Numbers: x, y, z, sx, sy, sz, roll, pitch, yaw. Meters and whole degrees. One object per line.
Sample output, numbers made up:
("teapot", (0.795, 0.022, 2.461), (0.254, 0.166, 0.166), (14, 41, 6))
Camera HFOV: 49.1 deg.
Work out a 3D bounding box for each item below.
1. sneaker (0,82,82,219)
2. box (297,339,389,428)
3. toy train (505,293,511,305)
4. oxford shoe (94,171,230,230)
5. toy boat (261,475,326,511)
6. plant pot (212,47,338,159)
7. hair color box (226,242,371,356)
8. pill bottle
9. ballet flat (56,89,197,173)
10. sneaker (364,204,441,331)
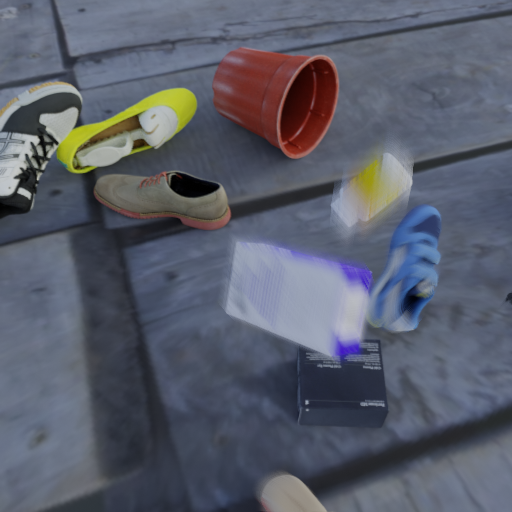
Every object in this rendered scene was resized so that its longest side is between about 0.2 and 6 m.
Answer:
("sneaker", (-3.926, -1.417, 9.276), (3.221, 1.218, 1.412), (-44, 70, -1))
("box", (1.110, 1.676, 7.436), (1.123, 0.585, 1.023), (2, 51, 2))
("toy train", (3.669, 0.426, 7.260), (1.765, 0.404, 0.301), (-10, 58, -49))
("oxford shoe", (-1.612, -1.146, 9.431), (2.420, 0.905, 0.852), (9, 53, 7))
("toy boat", (0.412, 2.964, 6.449), (0.537, 0.538, 0.823), (-21, 47, -33))
("plant pot", (0.278, -2.991, 10.433), (1.801, 1.852, 1.852), (28, 57, 30))
("hair color box", (0.448, 0.453, 6.638), (1.737, 0.949, 0.563), (16, 11, 43))
("pill bottle", (1.292, -0.726, 6.373), (0.872, 0.476, 0.476), (-39, 56, 10))
("ballet flat", (-2.250, -2.191, 10.205), (2.783, 0.930, 0.933), (-24, 40, -11))
("sneaker", (2.260, 0.207, 7.946), (0.708, 0.787, 1.914), (21, 90, -29))
